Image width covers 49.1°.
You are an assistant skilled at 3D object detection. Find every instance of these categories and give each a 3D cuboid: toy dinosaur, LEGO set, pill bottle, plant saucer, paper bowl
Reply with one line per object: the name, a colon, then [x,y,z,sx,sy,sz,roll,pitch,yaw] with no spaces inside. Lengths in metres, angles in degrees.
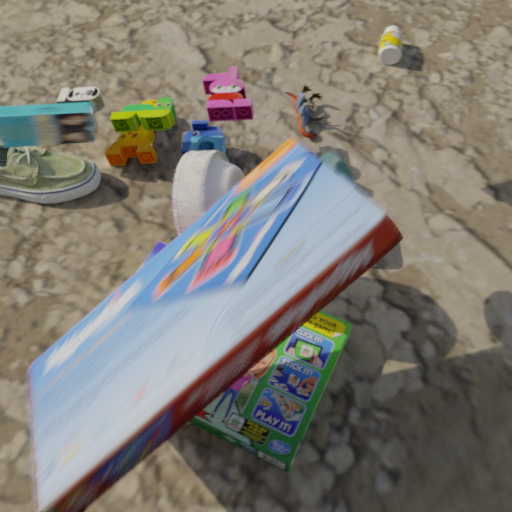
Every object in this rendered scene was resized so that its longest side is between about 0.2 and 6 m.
toy dinosaur: [1.232,-3.484,13.875,1.504,0.790,1.365,1,65,51]
LEGO set: [-2.230,-3.277,12.977,4.576,1.745,1.878,-1,54,7]
pill bottle: [3.650,-5.718,15.137,0.589,0.589,1.044,10,58,7]
plant saucer: [1.387,-1.122,9.389,0.227,1.262,1.262,-8,52,31]
paper bowl: [-0.697,-0.925,9.541,0.897,1.725,1.725,2,56,16]

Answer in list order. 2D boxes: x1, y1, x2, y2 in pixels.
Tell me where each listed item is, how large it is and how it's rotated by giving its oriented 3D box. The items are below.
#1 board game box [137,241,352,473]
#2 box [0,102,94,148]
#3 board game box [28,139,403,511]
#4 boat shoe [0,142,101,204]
board game box: [-0.719,1.670,10.358,4.212,0.613,2.834,22,60,14]
box: [-3.966,-2.481,10.641,1.659,0.683,0.408,-7,45,-14]
board game box: [-0.927,0.775,7.734,5.463,0.531,2.812,-41,38,4]
boat shoe: [-5.194,-1.917,12.408,3.344,1.037,1.204,1,57,1]
